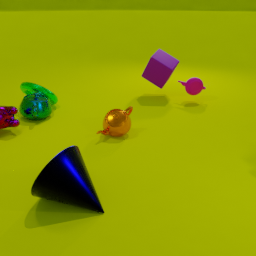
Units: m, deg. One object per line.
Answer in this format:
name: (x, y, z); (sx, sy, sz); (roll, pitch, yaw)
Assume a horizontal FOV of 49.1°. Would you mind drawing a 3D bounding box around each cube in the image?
cube: (1.253, -2.294, 10.838); (0.950, 0.950, 0.950); (33, 43, 4)

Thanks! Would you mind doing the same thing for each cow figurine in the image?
cow figurine: (-4.046, -0.272, 7.967); (1.520, 0.848, 1.544); (10, 20, 43)

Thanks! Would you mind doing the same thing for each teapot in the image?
teapot: (2.405, -1.589, 10.451); (1.100, 0.684, 0.538); (11, 25, -10)
teapot: (-2.999, -0.777, 9.135); (1.037, 0.816, 1.667); (1, 26, -16)
teapot: (-0.355, -0.164, 7.908); (1.335, 0.654, 0.830); (-40, 67, -17)

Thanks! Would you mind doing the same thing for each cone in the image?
cone: (-0.914, 1.192, 5.279); (1.243, 1.238, 1.238); (38, 37, 13)

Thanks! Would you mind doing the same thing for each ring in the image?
ring: (-3.121, -1.204, 9.851); (1.371, 0.274, 1.371); (18, -14, 5)
